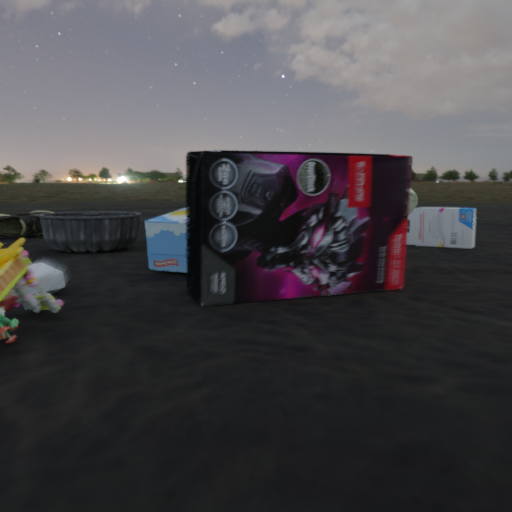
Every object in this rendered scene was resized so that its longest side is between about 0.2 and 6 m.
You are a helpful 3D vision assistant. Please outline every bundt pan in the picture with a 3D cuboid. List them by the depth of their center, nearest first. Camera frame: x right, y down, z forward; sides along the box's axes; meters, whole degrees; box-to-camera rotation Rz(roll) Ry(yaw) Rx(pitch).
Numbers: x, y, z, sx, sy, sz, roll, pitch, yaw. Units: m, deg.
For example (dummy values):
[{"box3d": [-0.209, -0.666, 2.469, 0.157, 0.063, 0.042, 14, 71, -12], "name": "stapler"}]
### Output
[{"box3d": [-3.722, -0.545, 12.670, 2.256, 0.847, 2.256, 0, 8, 0], "name": "bundt pan"}]

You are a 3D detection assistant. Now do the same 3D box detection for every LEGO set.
[{"box3d": [-2.550, 0.511, 5.708, 1.085, 0.878, 2.358, -38, 24, -13], "name": "LEGO set"}]

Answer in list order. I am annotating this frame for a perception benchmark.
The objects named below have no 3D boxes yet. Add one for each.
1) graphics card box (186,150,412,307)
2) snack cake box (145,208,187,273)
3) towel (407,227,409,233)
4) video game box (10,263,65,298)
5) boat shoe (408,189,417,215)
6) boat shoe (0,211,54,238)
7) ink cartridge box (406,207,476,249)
[{"box3d": [0.599, -0.423, 7.436, 3.035, 1.904, 0.772, -2, 12, -21], "name": "graphics card box"}, {"box3d": [-0.335, -0.279, 9.249, 2.600, 0.874, 1.495, 3, 14, 25], "name": "snack cake box"}, {"box3d": [4.746, -0.699, 16.578, 1.433, 0.257, 1.488, 1, 9, 31], "name": "towel"}, {"box3d": [-3.236, 0.353, 7.555, 0.997, 0.256, 1.094, -11, 12, -33], "name": "video game box"}, {"box3d": [1.713, -0.793, 11.020, 2.799, 1.019, 0.865, -23, 49, 0], "name": "boat shoe"}, {"box3d": [-6.424, -0.810, 15.480, 2.146, 0.767, 0.705, -2, 18, -23], "name": "boat shoe"}, {"box3d": [4.345, -0.690, 13.374, 1.629, 0.938, 0.552, 4, 8, 28], "name": "ink cartridge box"}]
